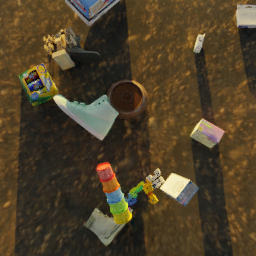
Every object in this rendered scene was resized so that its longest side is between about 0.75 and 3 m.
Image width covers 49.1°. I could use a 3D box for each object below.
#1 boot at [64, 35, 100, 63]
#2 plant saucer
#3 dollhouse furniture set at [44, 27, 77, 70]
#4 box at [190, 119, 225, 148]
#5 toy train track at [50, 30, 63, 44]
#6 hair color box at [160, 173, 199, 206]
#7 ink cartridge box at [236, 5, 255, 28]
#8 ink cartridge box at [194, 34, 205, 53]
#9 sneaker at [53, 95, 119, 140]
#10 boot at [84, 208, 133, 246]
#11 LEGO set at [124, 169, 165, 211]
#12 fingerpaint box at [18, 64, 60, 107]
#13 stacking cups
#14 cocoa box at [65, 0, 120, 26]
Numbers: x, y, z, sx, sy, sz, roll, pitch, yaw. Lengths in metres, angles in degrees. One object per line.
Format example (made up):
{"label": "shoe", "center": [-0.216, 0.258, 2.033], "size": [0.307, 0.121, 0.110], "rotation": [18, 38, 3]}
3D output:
{"label": "boot", "center": [-2.095, -3.428, 11.863], "size": [1.863, 0.631, 1.217], "rotation": [1, 69, -1]}
{"label": "plant saucer", "center": [-0.046, -1.229, 11.405], "size": [1.716, 0.295, 1.716], "rotation": [0, 74, -1]}
{"label": "dollhouse furniture set", "center": [-2.720, -3.265, 11.697], "size": [1.242, 0.880, 1.352], "rotation": [-17, 62, 10]}
{"label": "box", "center": [2.977, 0.227, 10.603], "size": [0.922, 1.048, 0.507], "rotation": [31, 77, 9]}
{"label": "toy train track", "center": [-3.161, -3.999, 12.240], "size": [0.492, 0.140, 0.858], "rotation": [38, 77, 9]}
{"label": "hair color box", "center": [1.595, 1.925, 8.888], "size": [0.424, 1.401, 0.701], "rotation": [41, 82, -9]}
{"label": "ink cartridge box", "center": [5.381, -4.965, 12.459], "size": [1.061, 0.234, 1.081], "rotation": [2, 73, 0]}
{"label": "ink cartridge box", "center": [3.053, -3.669, 11.988], "size": [0.254, 0.442, 0.755], "rotation": [16, 75, 4]}
{"label": "sneaker", "center": [-1.561, -0.841, 10.856], "size": [2.545, 0.937, 1.501], "rotation": [36, 85, 9]}
{"label": "boot", "center": [-0.683, 3.237, 10.041], "size": [1.192, 0.556, 1.542], "rotation": [39, 80, 10]}
{"label": "LEGO set", "center": [0.542, 2.461, 9.978], "size": [2.148, 0.819, 0.881], "rotation": [-39, 74, 5]}
{"label": "fingerpaint box", "center": [-3.643, -1.758, 11.430], "size": [1.156, 0.508, 1.385], "rotation": [-27, 76, -7]}
{"label": "stacking cups", "center": [-0.491, 2.083, 9.024], "size": [0.633, 0.633, 2.093], "rotation": [-21, 109, -6]}
{"label": "cocoa box", "center": [-1.335, -5.933, 11.891], "size": [2.373, 1.557, 1.582], "rotation": [-43, 91, -11]}
